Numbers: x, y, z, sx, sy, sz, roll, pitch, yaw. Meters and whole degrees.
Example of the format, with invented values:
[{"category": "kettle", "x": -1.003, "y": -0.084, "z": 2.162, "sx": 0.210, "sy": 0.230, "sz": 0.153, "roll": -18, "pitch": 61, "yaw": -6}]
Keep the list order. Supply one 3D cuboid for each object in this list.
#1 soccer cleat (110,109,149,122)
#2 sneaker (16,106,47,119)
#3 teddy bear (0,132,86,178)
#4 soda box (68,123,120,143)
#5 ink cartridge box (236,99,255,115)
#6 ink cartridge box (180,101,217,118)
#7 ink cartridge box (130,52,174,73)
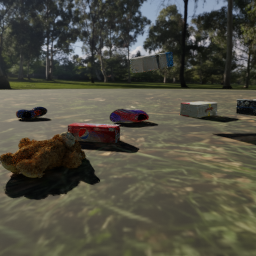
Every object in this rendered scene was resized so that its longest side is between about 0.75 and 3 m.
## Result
[{"category": "soccer cleat", "x": 0.065, "y": -0.460, "z": 11.059, "sx": 1.599, "sy": 0.546, "sz": 0.585, "roll": -4, "pitch": 18, "yaw": -27}, {"category": "sneaker", "x": -4.142, "y": -0.606, "z": 12.193, "sx": 1.314, "sy": 0.495, "sz": 0.516, "roll": -16, "pitch": 24, "yaw": -29}, {"category": "teddy bear", "x": -1.559, "y": 0.467, "z": 5.457, "sx": 1.326, "sy": 0.611, "sz": 1.829, "roll": 12, "pitch": 16, "yaw": 43}, {"category": "soda box", "x": -0.949, "y": 0.126, "z": 7.823, "sx": 1.415, "sy": 0.449, "sz": 0.495, "roll": 3, "pitch": 10, "yaw": 14}, {"category": "ink cartridge box", "x": 6.023, "y": -1.017, "z": 13.578, "sx": 1.436, "sy": 0.714, "sz": 0.282, "roll": 5, "pitch": 11, "yaw": 34}, {"category": "ink cartridge box", "x": 3.312, "y": -0.889, "z": 13.116, "sx": 1.467, "sy": 0.612, "sz": 1.064, "roll": -8, "pitch": 13, "yaw": -38}, {"category": "ink cartridge box", "x": 1.067, "y": -2.965, "z": 12.693, "sx": 1.597, "sy": 0.686, "sz": 1.170, "roll": -15, "pitch": 15, "yaw": -26}]
